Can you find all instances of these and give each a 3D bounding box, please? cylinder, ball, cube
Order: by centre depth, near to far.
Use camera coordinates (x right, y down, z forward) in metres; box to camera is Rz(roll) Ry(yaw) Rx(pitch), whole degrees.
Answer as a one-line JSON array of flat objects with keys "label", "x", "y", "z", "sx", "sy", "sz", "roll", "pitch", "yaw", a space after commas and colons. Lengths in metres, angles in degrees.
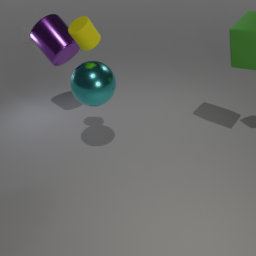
[{"label": "cylinder", "x": -1.274, "y": -2.765, "z": 8.218, "sx": 0.700, "sy": 0.700, "sz": 0.700, "roll": -15, "pitch": 54, "yaw": 21}, {"label": "ball", "x": -1.068, "y": -1.362, "z": 8.655, "sx": 1.400, "sy": 1.400, "sz": 1.400, "roll": 0, "pitch": 32, "yaw": 0}, {"label": "cube", "x": 4.313, "y": -2.852, "z": 9.171, "sx": 1.400, "sy": 1.400, "sz": 1.400, "roll": 19, "pitch": 52, "yaw": 39}, {"label": "cylinder", "x": -2.774, "y": -3.378, "z": 10.839, "sx": 1.400, "sy": 1.400, "sz": 1.400, "roll": 50, "pitch": 45, "yaw": 1}]
